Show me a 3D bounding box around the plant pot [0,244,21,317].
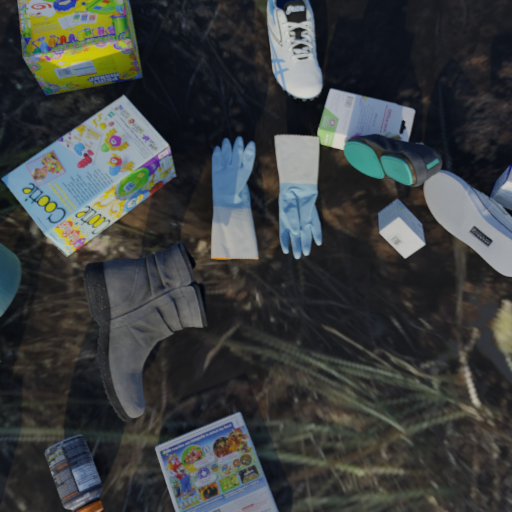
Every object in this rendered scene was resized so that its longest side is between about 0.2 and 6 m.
[{"bbox_3d":[-5.348,0.190,9.095,2.233,1.792,2.233,-12,48,14],"label":"plant pot"}]

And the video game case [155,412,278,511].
[{"bbox_3d":[-0.581,3.861,9.135,1.531,0.193,2.138,-21,73,-6],"label":"video game case"}]

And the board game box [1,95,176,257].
[{"bbox_3d":[-2.956,-1.436,10.285,2.603,1.341,1.365,-39,78,-13],"label":"board game box"}]

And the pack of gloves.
[{"bbox_3d":[0.183,-1.100,10.771,2.089,0.491,2.486,1,77,-7],"label":"pack of gloves"}]

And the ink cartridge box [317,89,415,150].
[{"bbox_3d":[2.157,-2.569,11.096,1.724,0.580,1.010,15,71,6],"label":"ink cartridge box"}]

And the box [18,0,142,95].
[{"bbox_3d":[-3.577,-4.627,11.436,2.059,1.256,1.983,-11,71,-3],"label":"box"}]

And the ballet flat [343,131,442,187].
[{"bbox_3d":[2.433,-1.766,9.917,0.881,2.412,0.881,-6,109,-17],"label":"ballet flat"}]

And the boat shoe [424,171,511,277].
[{"bbox_3d":[4.198,-0.692,10.405,0.863,0.877,2.473,-19,58,-40],"label":"boat shoe"}]

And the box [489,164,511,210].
[{"bbox_3d":[4.964,-1.241,10.477,0.836,0.909,0.477,22,73,7],"label":"box"}]

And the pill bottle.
[{"bbox_3d":[-2.880,3.579,8.985,0.651,0.651,1.225,-25,73,-8],"label":"pill bottle"}]

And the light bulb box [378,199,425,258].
[{"bbox_3d":[2.593,-0.496,10.017,0.734,0.741,0.462,43,119,-15],"label":"light bulb box"}]

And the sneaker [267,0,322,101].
[{"bbox_3d":[0.773,-4.512,11.546,1.012,1.021,2.816,-9,73,-4],"label":"sneaker"}]

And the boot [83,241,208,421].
[{"bbox_3d":[-1.619,1.252,9.064,1.819,0.964,2.764,-10,101,-6],"label":"boot"}]
